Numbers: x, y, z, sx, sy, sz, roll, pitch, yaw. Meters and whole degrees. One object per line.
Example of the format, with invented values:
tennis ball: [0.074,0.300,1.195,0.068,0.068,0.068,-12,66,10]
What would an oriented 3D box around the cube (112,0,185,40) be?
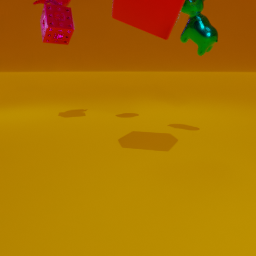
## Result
cube: [0.463,-2.417,4.724,1.114,1.114,1.114,23,-18,0]

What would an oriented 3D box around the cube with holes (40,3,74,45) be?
cube with holes: [-2.160,-3.119,8.494,0.792,0.792,0.792,-3,-17,-27]

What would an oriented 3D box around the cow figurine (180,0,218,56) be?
cow figurine: [1.660,-2.430,6.446,0.659,1.181,1.200,-34,70,-32]

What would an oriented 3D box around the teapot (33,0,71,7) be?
teapot: [-2.232,-4.120,8.563,0.714,0.906,1.458,24,59,38]
